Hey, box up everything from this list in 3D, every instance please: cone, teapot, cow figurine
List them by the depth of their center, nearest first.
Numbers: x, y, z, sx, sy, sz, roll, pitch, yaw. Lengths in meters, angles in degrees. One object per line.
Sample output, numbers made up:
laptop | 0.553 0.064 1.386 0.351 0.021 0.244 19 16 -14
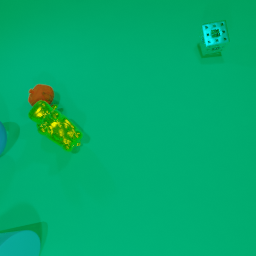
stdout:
cone | -2.625 2.421 5.662 1.170 1.166 1.166 14 53 31
cow figurine | -1.884 -0.059 7.376 1.594 1.568 0.875 40 86 -9
teapot | -2.523 -0.915 8.037 1.291 0.632 0.803 7 70 52

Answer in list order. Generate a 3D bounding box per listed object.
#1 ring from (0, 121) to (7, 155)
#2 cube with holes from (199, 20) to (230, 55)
ring | -3.734 0.308 6.809 1.505 1.505 0.301 -32 39 -22
cube with holes | 2.800 -2.940 9.156 0.741 0.741 0.741 -9 83 5
